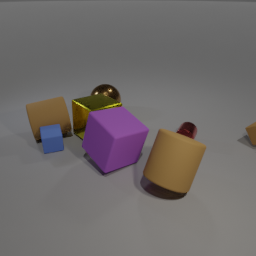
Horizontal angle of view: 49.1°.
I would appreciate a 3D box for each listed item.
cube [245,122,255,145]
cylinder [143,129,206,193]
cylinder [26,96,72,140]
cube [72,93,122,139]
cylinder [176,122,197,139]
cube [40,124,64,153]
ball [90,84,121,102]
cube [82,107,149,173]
[{"bbox_3d":[4.764,0.127,9.909,0.700,0.700,0.700,-25,1,-23],"label":"cube"},{"bbox_3d":[1.302,0.898,7.925,1.400,1.400,1.400,20,6,-2],"label":"cylinder"},{"bbox_3d":[-3.010,-0.381,10.705,1.400,1.400,1.400,-15,31,-15],"label":"cylinder"},{"bbox_3d":[-1.185,-0.372,10.731,1.400,1.400,1.400,-18,32,-35],"label":"cube"},{"bbox_3d":[2.173,0.219,10.446,0.700,0.700,0.700,12,30,21],"label":"cylinder"},{"bbox_3d":[-2.715,0.379,9.994,0.700,0.700,0.700,-10,40,-16],"label":"cube"},{"bbox_3d":[-1.008,-1.260,12.486,1.400,1.400,1.400,0,28,0],"label":"ball"},{"bbox_3d":[-0.434,0.327,8.965,1.400,1.400,1.400,-13,43,-40],"label":"cube"}]
